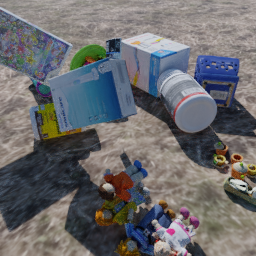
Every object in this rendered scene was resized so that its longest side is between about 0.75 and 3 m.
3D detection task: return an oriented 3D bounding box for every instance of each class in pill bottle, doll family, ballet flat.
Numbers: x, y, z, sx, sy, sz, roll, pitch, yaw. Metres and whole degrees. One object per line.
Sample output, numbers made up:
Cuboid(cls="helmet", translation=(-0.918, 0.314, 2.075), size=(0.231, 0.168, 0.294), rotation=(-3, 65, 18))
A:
Cuboid(cls="pill bottle", translation=(-2.422, -0.369, 10.601), size=(2.340, 1.278, 1.278), rotation=(-12, 37, -16))
Cuboid(cls="doll family", translation=(0.259, 2.348, 7.124), size=(2.934, 1.322, 1.821), rotation=(42, 43, 21))
Cuboid(cls="pill bottle", translation=(2.273, -1.247, 11.517), size=(1.663, 1.663, 2.871), rotation=(-7, 36, -10))
Cuboid(cls="ballet flat", translation=(3.515, 1.854, 8.186), size=(1.464, 0.518, 0.518), rotation=(23, 42, 29))

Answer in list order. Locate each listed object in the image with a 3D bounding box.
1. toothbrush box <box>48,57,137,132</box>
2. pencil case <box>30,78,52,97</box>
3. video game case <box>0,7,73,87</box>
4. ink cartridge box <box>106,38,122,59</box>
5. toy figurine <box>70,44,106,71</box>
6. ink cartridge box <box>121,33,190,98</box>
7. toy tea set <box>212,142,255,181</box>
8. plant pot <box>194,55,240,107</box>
Cuboid(cls="toothbrush box", translation=(-1.088, -0.941, 8.434), size=(2.326, 1.703, 0.992), rotation=(-13, 2, 29))
Cuboid(cls="pencil case", translation=(-4.239, -2.402, 13.656), size=(0.966, 1.049, 2.269), rotation=(-32, 42, -11))
Cuboid(cls="video game case", translation=(-3.664, -2.825, 10.178), size=(2.710, 1.941, 0.244), rotation=(24, 31, -21))
Cuboid(cls="ink cartridge box", translation=(-0.590, -2.551, 10.279), size=(0.297, 1.356, 1.369), rotation=(-3, 12, -20))
Cuboid(cls="toy figurine", translation=(-0.922, -2.325, 13.381), size=(2.865, 2.151, 2.637), rotation=(-2, 42, -48))
Cuboid(cls="ink cartridge box", translation=(1.233, -3.210, 13.894), size=(2.097, 2.060, 2.848), rotation=(-26, 43, -32))
Cuboid(cls="toy tea set", translation=(3.437, 1.016, 9.211), size=(1.037, 0.645, 1.744), rotation=(-22, 41, -27))
Cuboid(cls="plant pot", translation=(3.891, -1.973, 12.451), size=(1.870, 1.870, 1.681), rotation=(7, 43, 8))
